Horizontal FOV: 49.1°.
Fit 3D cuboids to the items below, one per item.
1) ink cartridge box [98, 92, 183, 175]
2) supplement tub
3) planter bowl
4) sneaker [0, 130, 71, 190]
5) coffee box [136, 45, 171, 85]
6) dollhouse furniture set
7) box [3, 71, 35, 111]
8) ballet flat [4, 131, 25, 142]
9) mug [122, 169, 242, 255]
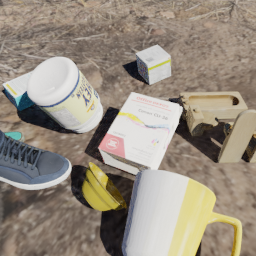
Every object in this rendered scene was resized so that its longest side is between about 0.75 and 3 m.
[{"bbox_3d":[0.458,-0.038,7.603,1.460,0.846,2.508,17,59,19],"label":"ink cartridge box"},{"bbox_3d":[-1.615,-0.810,7.613,1.406,1.939,1.406,-9,61,17],"label":"supplement tub"},{"bbox_3d":[-0.666,1.488,6.494,0.565,1.358,1.358,-40,54,-1],"label":"planter bowl"},{"bbox_3d":[-2.768,0.465,6.478,2.783,2.011,1.058,7,49,0],"label":"sneaker"},{"bbox_3d":[0.924,-2.273,10.085,0.907,0.897,0.906,-25,49,-11],"label":"coffee box"},{"bbox_3d":[2.990,-0.709,7.757,2.479,2.124,2.607,-2,45,-4],"label":"dollhouse furniture set"},{"bbox_3d":[-2.933,-1.559,9.699,2.404,0.591,0.989,-32,54,-27],"label":"box"},{"bbox_3d":[-3.650,0.303,8.014,1.328,0.423,0.448,2,68,-8],"label":"ballet flat"},{"bbox_3d":[0.856,1.973,5.454,2.146,1.719,1.762,-5,52,42],"label":"mug"}]
